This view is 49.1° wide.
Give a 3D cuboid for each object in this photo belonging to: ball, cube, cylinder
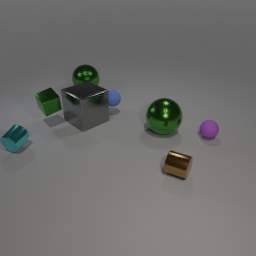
[{"bbox_3d":[-0.649,-1.253,11.871,0.700,0.700,0.700,0,30,0],"label":"ball"},{"bbox_3d":[1.376,-0.443,10.677,1.400,1.400,1.400,0,30,0],"label":"ball"},{"bbox_3d":[-3.061,-1.005,10.799,0.700,0.700,0.700,-29,55,-26],"label":"cube"},{"bbox_3d":[1.549,1.112,8.599,0.700,0.700,0.700,16,34,24],"label":"cylinder"},{"bbox_3d":[-3.939,0.350,9.765,0.700,0.700,0.700,11,45,19],"label":"cylinder"},{"bbox_3d":[-2.151,-2.529,14.289,1.400,1.400,1.400,0,30,0],"label":"ball"},{"bbox_3d":[3.060,0.042,10.527,0.700,0.700,0.700,0,30,0],"label":"ball"},{"bbox_3d":[-1.746,-0.936,11.548,1.400,1.400,1.400,-25,39,-37],"label":"cube"}]
